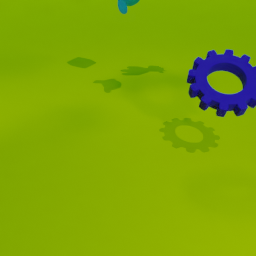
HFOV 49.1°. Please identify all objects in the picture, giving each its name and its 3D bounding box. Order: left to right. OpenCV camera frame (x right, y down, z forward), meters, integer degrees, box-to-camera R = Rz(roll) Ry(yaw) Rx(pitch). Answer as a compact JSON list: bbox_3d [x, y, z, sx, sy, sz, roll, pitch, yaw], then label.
[{"bbox_3d":[-0.081,-3.622,7.114,0.992,1.379,0.831,19,10,-22],"label":"monkey head"},{"bbox_3d":[2.003,-0.952,5.781,1.512,0.280,1.512,-1,63,3],"label":"gear"}]
